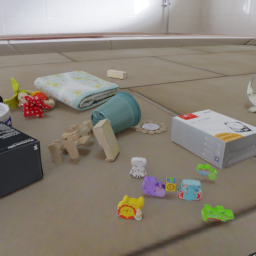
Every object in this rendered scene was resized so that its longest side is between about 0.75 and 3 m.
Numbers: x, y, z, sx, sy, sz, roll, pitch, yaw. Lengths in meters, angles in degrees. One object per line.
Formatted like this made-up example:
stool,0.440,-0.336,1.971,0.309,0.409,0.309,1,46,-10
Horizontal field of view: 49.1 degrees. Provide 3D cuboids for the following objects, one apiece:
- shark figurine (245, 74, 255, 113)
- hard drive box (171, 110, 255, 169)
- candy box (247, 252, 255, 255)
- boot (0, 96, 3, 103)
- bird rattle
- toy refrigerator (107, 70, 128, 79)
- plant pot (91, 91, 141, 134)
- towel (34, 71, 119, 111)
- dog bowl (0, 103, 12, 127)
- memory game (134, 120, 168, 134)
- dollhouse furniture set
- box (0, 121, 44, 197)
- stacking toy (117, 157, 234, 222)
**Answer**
shark figurine,4.541,-1.091,9.974,1.057,1.769,0.738,-23,-25,17
hard drive box,2.176,0.193,7.079,1.380,0.680,1.771,-13,26,-30
candy box,1.091,2.103,2.637,1.967,0.600,1.342,-10,25,-22
boot,-5.343,-0.933,9.912,1.093,0.550,1.461,19,30,38
bird rattle,-3.247,-1.035,9.716,1.968,1.109,1.605,17,12,29
toy refrigerator,-0.558,-2.776,14.569,1.027,0.359,0.390,16,22,31
plant pot,-0.394,-0.325,7.947,1.118,1.118,1.095,19,38,38
towel,-1.858,-1.519,10.844,2.247,0.632,2.625,24,28,26
dog bowl,-4.198,-0.062,7.555,1.975,0.778,1.975,0,23,0
memory game,0.687,-0.021,8.387,1.007,0.064,1.007,0,23,0
dollhouse furniture set,-0.990,0.409,6.811,1.333,0.868,1.225,-15,17,20
box,-3.129,0.765,5.391,1.679,0.938,2.379,16,27,40
stacking toy,0.833,1.154,5.210,1.889,0.444,1.424,4,25,5
